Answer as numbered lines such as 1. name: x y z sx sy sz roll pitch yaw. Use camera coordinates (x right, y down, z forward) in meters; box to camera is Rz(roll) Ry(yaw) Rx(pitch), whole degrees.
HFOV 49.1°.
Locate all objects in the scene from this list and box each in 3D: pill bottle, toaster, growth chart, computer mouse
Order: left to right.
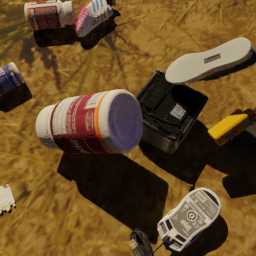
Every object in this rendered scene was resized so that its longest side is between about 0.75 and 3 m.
1. growth chart: -4.115 2.259 8.585 1.237 0.110 0.895 -17 65 -9
2. pill bottle: -4.614 -1.669 10.125 1.509 0.838 0.838 -34 68 -16
3. pill bottle: -3.162 -4.639 11.493 1.853 1.058 1.058 -7 64 -3
4. pill bottle: -1.220 -0.099 8.215 2.996 1.711 1.711 -4 57 37
5. toaster: 1.199 -0.460 9.246 2.054 1.348 2.272 31 68 15
6. computer mouse: 1.474 2.910 8.008 2.898 0.636 1.589 -37 64 -11

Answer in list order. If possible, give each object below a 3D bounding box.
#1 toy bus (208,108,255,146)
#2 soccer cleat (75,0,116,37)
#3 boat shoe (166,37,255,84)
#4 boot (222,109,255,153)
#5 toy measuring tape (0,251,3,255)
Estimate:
1. toy bus: 3.050 -0.083 8.126 1.392 0.545 0.453 -38 42 5
2. soccer cleat: -1.295 -4.724 11.634 1.091 0.883 2.527 19 65 8
3. boat shoe: 2.353 -1.728 8.146 2.613 0.832 0.924 -10 64 38
4. boot: 4.212 -0.462 9.478 1.916 1.073 2.769 6 63 8
5. toy measuring tape: -3.292 4.244 7.242 0.820 0.820 2.228 -15 64 -7
